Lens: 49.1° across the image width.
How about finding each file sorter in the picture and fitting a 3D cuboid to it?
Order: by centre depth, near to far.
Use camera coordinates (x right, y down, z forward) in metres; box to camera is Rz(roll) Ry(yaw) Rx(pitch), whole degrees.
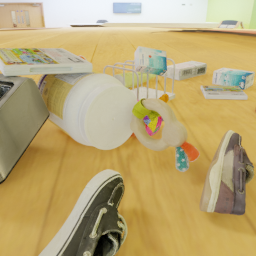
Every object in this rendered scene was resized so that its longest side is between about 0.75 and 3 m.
[{"bbox_3d":[0.445,-1.724,10.542,1.728,1.551,2.491,18,30,36],"label":"file sorter"}]

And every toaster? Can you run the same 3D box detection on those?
[{"bbox_3d":[-3.458,-0.091,6.109,2.402,1.576,2.656,10,47,13],"label":"toaster"}]

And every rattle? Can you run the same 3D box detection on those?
[{"bbox_3d":[1.089,0.042,6.532,1.948,1.268,1.392,31,17,31],"label":"rattle"}]

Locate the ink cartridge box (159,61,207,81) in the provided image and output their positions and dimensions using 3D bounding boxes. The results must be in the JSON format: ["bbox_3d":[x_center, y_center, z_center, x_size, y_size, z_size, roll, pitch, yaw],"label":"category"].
[{"bbox_3d":[2.453,-3.261,15.097,2.239,0.786,2.755,-19,35,-36],"label":"ink cartridge box"}]

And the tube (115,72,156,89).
[{"bbox_3d":[0.282,-2.296,12.922,0.834,0.746,2.874,49,35,9],"label":"tube"}]

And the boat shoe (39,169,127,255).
[{"bbox_3d":[-0.459,1.576,4.072,0.808,0.897,2.539,8,33,19],"label":"boat shoe"}]

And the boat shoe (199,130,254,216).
[{"bbox_3d":[2.084,0.860,5.638,0.828,0.919,2.555,19,29,19],"label":"boat shoe"}]

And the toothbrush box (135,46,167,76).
[{"bbox_3d":[0.734,-2.167,9.091,0.987,0.723,0.421,6,-19,-17],"label":"toothbrush box"}]

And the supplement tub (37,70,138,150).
[{"bbox_3d":[-1.156,-0.648,7.647,1.926,1.926,2.649,-18,30,-35],"label":"supplement tub"}]

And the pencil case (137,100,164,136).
[{"bbox_3d":[0.028,-0.530,8.556,1.042,1.042,2.357,-20,30,-38],"label":"pencil case"}]

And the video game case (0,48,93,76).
[{"bbox_3d":[-2.277,-1.735,7.138,2.026,0.255,2.227,-9,28,-30],"label":"video game case"}]

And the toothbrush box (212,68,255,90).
[{"bbox_3d":[4.849,-2.297,12.904,1.533,0.654,1.122,19,30,38],"label":"toothbrush box"}]

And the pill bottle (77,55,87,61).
[{"bbox_3d":[-2.923,-2.776,13.374,1.137,1.137,2.075,17,30,34],"label":"pill bottle"}]

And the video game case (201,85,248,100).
[{"bbox_3d":[3.950,-1.489,11.681,1.626,0.186,1.480,1,24,6],"label":"video game case"}]
